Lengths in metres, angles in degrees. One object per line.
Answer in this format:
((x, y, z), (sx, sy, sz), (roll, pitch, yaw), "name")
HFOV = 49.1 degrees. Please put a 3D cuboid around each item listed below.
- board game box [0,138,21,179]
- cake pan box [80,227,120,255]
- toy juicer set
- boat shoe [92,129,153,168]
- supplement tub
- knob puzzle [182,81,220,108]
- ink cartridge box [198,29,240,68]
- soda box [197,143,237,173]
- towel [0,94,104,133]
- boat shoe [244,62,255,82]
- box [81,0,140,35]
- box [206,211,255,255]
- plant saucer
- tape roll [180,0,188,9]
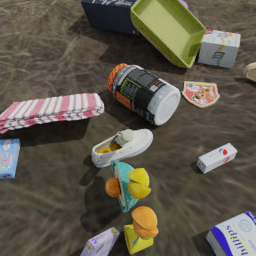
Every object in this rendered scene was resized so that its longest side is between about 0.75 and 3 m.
((-3.636, 0.817, 7.209), (1.496, 0.274, 1.132), (-5, 48, -4), "board game box")
((-0.591, 2.351, 5.322), (0.216, 0.825, 0.760), (37, 23, 30), "cake pan box")
((-0.094, 1.066, 5.690), (0.732, 1.711, 2.689), (-10, 63, -11), "toy juicer set")
((-0.124, 0.393, 7.348), (1.813, 0.633, 0.643), (-21, 52, -18), "boat shoe")
((0.415, -1.050, 8.248), (1.995, 1.222, 1.222), (37, 58, 27), "supplement tub")
((2.349, -1.111, 9.006), (1.329, 0.184, 1.329), (0, 48, 0), "knob puzzle")
((3.281, -2.856, 10.081), (1.262, 0.913, 0.917), (14, 50, 12), "ink cartridge box")
((2.288, 0.772, 7.205), (1.011, 0.344, 0.322), (-22, 52, -19), "soda box")
((-2.069, -0.507, 7.857), (2.730, 0.408, 1.998), (-8, 19, -7), "towel")
((4.816, -1.609, 9.079), (1.999, 0.737, 0.692), (13, 44, 10), "boat shoe")
((-0.203, -5.153, 11.397), (2.449, 1.275, 2.230), (18, 65, 26), "box")
((2.284, 2.356, 5.653), (1.021, 0.536, 0.939), (-18, 50, -15), "box")
((1.463, -3.743, 10.336), (2.828, 0.678, 2.832), (41, 51, -14), "plant saucer")
((1.624, -5.076, 12.279), (1.882, 0.617, 1.882), (0, 49, 0), "tape roll")
